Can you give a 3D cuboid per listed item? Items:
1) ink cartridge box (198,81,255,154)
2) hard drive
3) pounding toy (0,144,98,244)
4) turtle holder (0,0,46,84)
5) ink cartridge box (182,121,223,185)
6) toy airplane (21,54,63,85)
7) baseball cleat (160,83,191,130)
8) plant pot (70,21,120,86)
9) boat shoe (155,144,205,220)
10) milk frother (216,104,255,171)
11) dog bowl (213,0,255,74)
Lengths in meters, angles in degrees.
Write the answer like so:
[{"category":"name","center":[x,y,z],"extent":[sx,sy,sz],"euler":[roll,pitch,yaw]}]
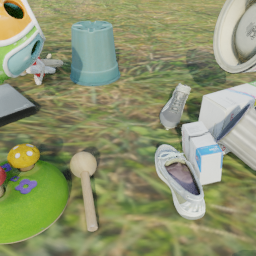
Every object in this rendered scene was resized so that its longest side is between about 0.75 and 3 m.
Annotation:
[{"category":"ink cartridge box","center":[3.069,-0.298,7.878],"extent":[2.148,1.561,0.940],"euler":[-18,38,-25]},{"category":"hard drive","center":[-4.430,-0.797,9.686],"extent":[1.608,0.379,2.304],"euler":[-26,42,-33]},{"category":"pounding toy","center":[-2.147,1.084,6.021],"extent":[2.923,1.356,2.256],"euler":[-4,34,-5]},{"category":"turtle holder","center":[-3.006,-2.044,6.767],"extent":[1.925,2.711,2.060],"euler":[-27,64,-7]},{"category":"ink cartridge box","center":[1.830,0.597,7.037],"extent":[0.555,0.962,1.325],"euler":[-12,35,-3]},{"category":"toy airplane","center":[-4.158,-2.734,11.720],"extent":[2.469,1.743,2.459],"euler":[31,42,-18]},{"category":"baseball cleat","center":[1.549,-0.834,9.130],"extent":[0.691,1.055,1.982],"euler":[20,39,6]},{"category":"plant pot","center":[-1.422,-3.181,11.646],"extent":[2.201,2.156,2.201],"euler":[0,33,0]},{"category":"boat shoe","center":[1.210,1.060,6.619],"extent":[0.833,0.725,2.260],"euler":[-5,34,-7]},{"category":"milk frother","center":[3.252,0.330,6.672],"extent":[1.826,1.941,1.752],"euler":[42,81,9]},{"category":"dog bowl","center":[3.429,-2.659,7.494],"extent":[0.931,2.526,2.526],"euler":[6,31,-21]}]
